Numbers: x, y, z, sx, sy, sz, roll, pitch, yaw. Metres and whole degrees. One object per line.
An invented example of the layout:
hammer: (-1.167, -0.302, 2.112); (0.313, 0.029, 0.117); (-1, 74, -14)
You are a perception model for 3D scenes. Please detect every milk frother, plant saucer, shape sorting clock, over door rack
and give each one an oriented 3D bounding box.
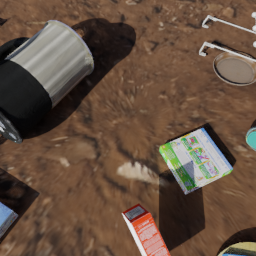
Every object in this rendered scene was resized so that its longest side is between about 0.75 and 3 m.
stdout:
milk frother: (-2.614, -1.668, 6.385); (2.618, 2.900, 2.728); (32, 62, 10)
plant saucer: (3.102, -1.678, 8.064); (1.326, 0.213, 1.326); (0, 57, 0)
shape sorting clock: (2.298, 2.952, 5.026); (1.677, 0.329, 1.677); (-2, 61, 3)
over door rack: (3.370, -2.754, 8.360); (2.272, 0.757, 1.678); (12, 52, 8)

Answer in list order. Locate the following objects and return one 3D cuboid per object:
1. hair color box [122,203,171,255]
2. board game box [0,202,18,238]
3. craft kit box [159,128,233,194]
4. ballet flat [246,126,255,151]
hair color box: (0.390, 2.013, 4.857); (0.401, 0.696, 1.254); (-25, 94, -13)
board game box: (-3.618, 2.027, 5.561); (1.956, 0.424, 1.946); (26, 60, 16)
craft kit box: (1.549, 0.731, 6.492); (1.216, 0.299, 1.232); (-20, 59, -15)
ballet flat: (3.794, 0.606, 6.342); (2.217, 0.823, 0.823); (40, 65, 18)
